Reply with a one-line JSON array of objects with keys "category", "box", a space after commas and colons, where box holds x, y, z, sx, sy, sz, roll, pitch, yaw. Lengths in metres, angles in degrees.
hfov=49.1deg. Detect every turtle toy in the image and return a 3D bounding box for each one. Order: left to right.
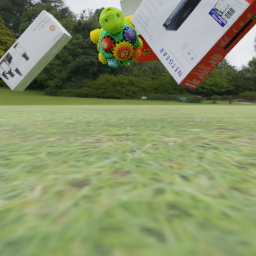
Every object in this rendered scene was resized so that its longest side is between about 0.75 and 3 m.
[{"category": "turtle toy", "box": [-0.326, -2.800, 8.798, 1.572, 2.157, 1.090, -23, 47, 1]}]

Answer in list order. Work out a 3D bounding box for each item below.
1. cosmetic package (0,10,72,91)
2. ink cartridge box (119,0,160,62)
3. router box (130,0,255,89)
[{"category": "cosmetic package", "box": [-2.820, -2.215, 8.245, 2.308, 0.953, 0.584, -44, -4, 11]}, {"category": "ink cartridge box", "box": [1.258, -3.515, 9.779, 2.715, 2.356, 0.591, -3, 28, 21]}, {"category": "router box", "box": [1.642, -2.956, 7.177, 0.722, 2.652, 2.955, 8, 43, -44]}]
